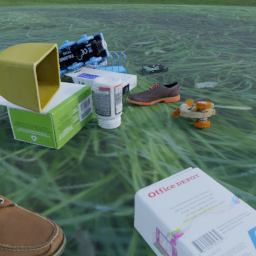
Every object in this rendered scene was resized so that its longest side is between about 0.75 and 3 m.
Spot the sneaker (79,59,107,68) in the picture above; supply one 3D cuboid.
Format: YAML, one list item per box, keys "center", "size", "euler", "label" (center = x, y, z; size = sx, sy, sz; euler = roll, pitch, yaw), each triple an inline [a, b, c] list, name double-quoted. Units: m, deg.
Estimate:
- center: [-2.013, -3.476, 13.302]
  size: [2.000, 1.138, 0.755]
  euler: [5, 29, 9]
  label: "sneaker"

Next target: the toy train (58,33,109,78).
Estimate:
- center: [-2.144, -3.011, 11.556]
  size: [2.894, 1.255, 1.653]
  euler: [-16, 17, 15]
  label: "toy train"

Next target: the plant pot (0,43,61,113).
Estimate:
- center: [-2.357, -1.217, 6.322]
  size: [1.230, 1.195, 1.202]
  euler: [10, 39, 5]
  label: "plant pot"

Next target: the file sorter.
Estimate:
- center: [-0.810, -2.959, 12.727]
  size: [1.296, 0.795, 0.899]
  euler: [-8, 29, -13]
  label: "file sorter"

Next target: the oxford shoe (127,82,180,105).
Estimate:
- center: [0.876, -1.240, 9.666]
  size: [1.927, 0.699, 0.686]
  euler: [-9, 30, -16]
  label: "oxford shoe"

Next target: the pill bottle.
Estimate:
- center: [-0.564, -0.733, 8.027]
  size: [0.785, 1.378, 0.785]
  euler: [0, 29, 0]
  label: "pill bottle"

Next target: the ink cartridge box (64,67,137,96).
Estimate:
- center: [-1.082, -1.879, 11.061]
  size: [2.588, 0.507, 1.287]
  euler: [15, 32, 22]
  label: "ink cartridge box"

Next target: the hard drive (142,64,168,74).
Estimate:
- center: [1.242, -2.717, 12.908]
  size: [1.008, 0.191, 0.705]
  euler: [-13, 31, -23]
  label: "hard drive"

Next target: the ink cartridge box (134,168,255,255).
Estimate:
- center: [1.166, 1.596, 4.345]
  size: [1.398, 0.819, 1.935]
  euler: [-16, 34, -27]
  label: "ink cartridge box"

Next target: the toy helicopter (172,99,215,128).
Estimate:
- center: [2.151, -0.565, 8.704]
  size: [1.183, 0.706, 1.790]
  euler: [8, 17, 32]
  label: "toy helicopter"

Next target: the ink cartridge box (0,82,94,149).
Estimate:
- center: [-2.694, -0.577, 8.104]
  size: [2.789, 1.056, 2.061]
  euler: [9, 31, 19]
  label: "ink cartridge box"

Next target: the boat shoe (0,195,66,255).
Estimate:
- center: [-2.307, 1.499, 4.434]
  size: [2.657, 0.903, 0.956]
  euler: [5, 29, 10]
  label: "boat shoe"
